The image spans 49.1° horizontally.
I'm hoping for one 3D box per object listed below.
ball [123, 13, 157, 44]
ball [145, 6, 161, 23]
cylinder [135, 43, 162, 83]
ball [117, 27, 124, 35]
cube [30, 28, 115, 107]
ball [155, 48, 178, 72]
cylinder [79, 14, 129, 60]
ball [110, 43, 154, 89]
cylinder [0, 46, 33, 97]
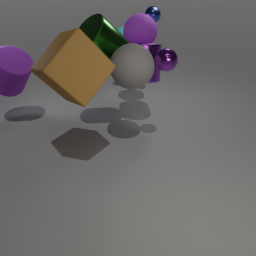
[{"bbox_3d":[0.503,-3.986,11.568,1.400,1.400,1.400,0,29,0],"label":"ball"},{"bbox_3d":[1.063,-4.892,12.100,0.700,0.700,0.700,0,29,0],"label":"ball"},{"bbox_3d":[0.571,-2.513,10.828,1.400,1.400,1.400,1,15,0],"label":"cylinder"},{"bbox_3d":[-0.269,-4.512,13.532,0.700,0.700,0.700,0,29,0],"label":"ball"},{"bbox_3d":[-1.493,-1.603,7.496,1.400,1.400,1.400,-54,32,-9],"label":"cube"},{"bbox_3d":[1.173,-2.083,8.573,0.700,0.700,0.700,0,29,0],"label":"ball"},{"bbox_3d":[-0.885,-2.829,9.450,1.400,1.400,1.400,31,4,-43],"label":"cylinder"},{"bbox_3d":[0.123,-1.916,8.752,1.400,1.400,1.400,0,29,0],"label":"ball"},{"bbox_3d":[-4.520,-2.153,10.731,1.400,1.400,1.400,20,49,-25],"label":"cylinder"}]
